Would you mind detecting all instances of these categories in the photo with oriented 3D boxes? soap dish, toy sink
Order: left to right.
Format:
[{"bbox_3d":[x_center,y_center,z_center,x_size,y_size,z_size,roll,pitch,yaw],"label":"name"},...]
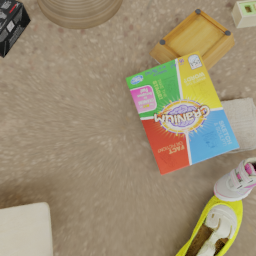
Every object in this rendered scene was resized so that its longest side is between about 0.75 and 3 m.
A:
[{"bbox_3d":[-2.693,2.655,6.443,2.276,1.275,1.484,-11,70,1],"label":"toy sink"},{"bbox_3d":[1.978,-2.499,8.509,2.136,0.868,1.681,-43,76,-11],"label":"soap dish"},{"bbox_3d":[4.042,-3.766,9.158,1.023,0.573,0.667,-7,70,-3],"label":"toy sink"}]

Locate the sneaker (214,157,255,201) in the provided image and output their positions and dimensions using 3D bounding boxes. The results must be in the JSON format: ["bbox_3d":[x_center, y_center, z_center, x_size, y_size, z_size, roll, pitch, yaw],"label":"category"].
[{"bbox_3d":[2.719,1.083,6.469,1.705,0.752,0.694,-34,48,15],"label":"sneaker"}]

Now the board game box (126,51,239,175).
[{"bbox_3d":[1.366,-0.388,7.380,2.086,0.550,2.727,-21,80,3],"label":"board game box"}]

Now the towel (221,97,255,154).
[{"bbox_3d":[2.550,-0.036,7.873,2.300,0.396,1.524,-5,71,1],"label":"towel"}]

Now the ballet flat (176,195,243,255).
[{"bbox_3d":[1.952,2.655,6.591,0.966,0.969,2.892,36,74,14],"label":"ballet flat"}]

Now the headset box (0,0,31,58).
[{"bbox_3d":[-4.592,-3.473,8.900,2.256,0.846,1.677,23,72,8],"label":"headset box"}]

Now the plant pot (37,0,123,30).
[{"bbox_3d":[-1.634,-4.853,9.143,2.979,1.375,2.979,0,69,-1],"label":"plant pot"}]
